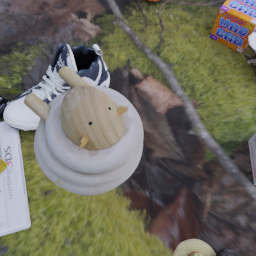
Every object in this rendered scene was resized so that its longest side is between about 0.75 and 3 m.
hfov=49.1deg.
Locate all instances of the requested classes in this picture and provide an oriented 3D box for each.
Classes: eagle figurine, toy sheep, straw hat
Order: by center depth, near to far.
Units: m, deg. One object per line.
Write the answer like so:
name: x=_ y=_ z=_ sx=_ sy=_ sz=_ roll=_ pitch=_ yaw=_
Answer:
toy sheep: x=-0.514 y=0.162 z=3.638 sx=1.499 sy=2.175 sz=1.499 roll=2 pitch=68 yaw=-4
straw hat: x=1.414 y=2.764 z=5.627 sx=1.039 sy=0.440 sz=1.039 roll=0 pitch=64 yaw=1
eagle figurine: x=4.327 y=-2.158 z=7.406 sx=1.675 sy=2.208 sz=1.666 roll=59 pitch=30 yaw=-9

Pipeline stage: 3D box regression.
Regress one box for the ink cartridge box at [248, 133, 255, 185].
ink cartridge box: x=3.278 y=0.490 z=6.086 sx=0.679 sy=1.623 sz=1.177 roll=2 pitch=64 yaw=4

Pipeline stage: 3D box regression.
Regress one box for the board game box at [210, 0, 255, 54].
board game box: x=3.257 y=-3.115 z=8.149 sx=1.100 sy=1.100 sz=1.101 roll=34 pitch=69 yaw=17

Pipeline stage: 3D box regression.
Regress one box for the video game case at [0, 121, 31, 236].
video game case: x=-3.891 y=1.327 z=6.375 sx=2.956 sy=0.350 sz=2.691 roll=-15 pitch=65 yaw=-7

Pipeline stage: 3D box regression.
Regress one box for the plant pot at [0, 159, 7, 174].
plant pot: x=-3.614 y=0.740 z=5.850 sx=1.289 sy=1.137 sz=1.289 roll=31 pitch=66 yaw=14

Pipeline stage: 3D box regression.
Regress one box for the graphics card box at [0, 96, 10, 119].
graphics card box: x=-3.524 y=-0.637 z=7.431 sx=0.806 sy=0.205 sz=0.505 roll=27 pitch=66 yaw=14

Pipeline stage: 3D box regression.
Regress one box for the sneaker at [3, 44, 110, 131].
sneaker: x=-1.726 y=-1.128 z=6.651 sx=2.847 sy=1.852 sz=1.136 roll=-22 pitch=64 yaw=-16

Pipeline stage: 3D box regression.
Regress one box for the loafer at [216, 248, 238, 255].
loafer: x=1.883 y=3.286 z=5.181 sx=0.721 sy=0.716 sz=1.980 roll=13 pitch=65 yaw=-1
